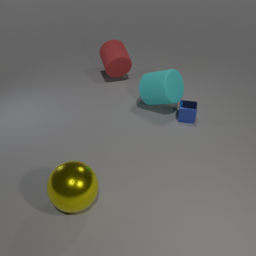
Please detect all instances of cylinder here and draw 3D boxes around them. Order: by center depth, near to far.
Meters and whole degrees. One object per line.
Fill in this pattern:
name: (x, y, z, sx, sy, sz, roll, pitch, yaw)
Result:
cylinder: (1.424, -1.712, 11.921, 1.400, 1.400, 1.400, 1, 26, 43)
cylinder: (-0.653, -3.616, 14.598, 1.400, 1.400, 1.400, -10, 56, -15)

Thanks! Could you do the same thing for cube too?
cube: (2.488, -0.674, 11.700, 0.700, 0.700, 0.700, 7, 35, 10)

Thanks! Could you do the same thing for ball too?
ball: (-1.507, 1.594, 7.683, 1.400, 1.400, 1.400, 0, 34, 0)
